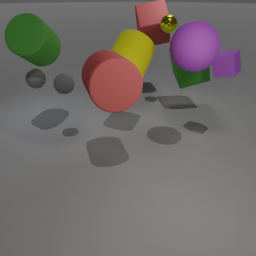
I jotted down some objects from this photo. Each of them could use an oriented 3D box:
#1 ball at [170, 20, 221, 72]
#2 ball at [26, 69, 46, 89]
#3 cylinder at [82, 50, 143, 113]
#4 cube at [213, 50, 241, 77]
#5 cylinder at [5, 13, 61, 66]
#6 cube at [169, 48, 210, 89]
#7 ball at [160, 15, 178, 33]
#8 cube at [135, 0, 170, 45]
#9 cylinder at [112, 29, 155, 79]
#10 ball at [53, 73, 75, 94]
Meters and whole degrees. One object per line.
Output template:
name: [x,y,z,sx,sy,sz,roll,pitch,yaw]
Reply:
ball: [1.896,-2.307,7.949,1.400,1.400,1.400,0,28,0]
ball: [-3.278,-1.755,9.973,0.700,0.700,0.700,0,28,0]
cylinder: [-0.466,-1.289,7.525,1.400,1.400,1.400,-7,25,-14]
cube: [3.262,-2.128,9.248,0.700,0.700,0.700,6,29,39]
cylinder: [-3.185,-2.951,9.551,1.400,1.400,1.400,4,-1,7]
cube: [2.767,-2.860,12.591,1.400,1.400,1.400,-15,43,6]
ball: [1.651,-4.210,11.321,0.700,0.700,0.700,0,28,0]
cube: [1.161,-4.880,13.169,1.400,1.400,1.400,-10,66,2]
cylinder: [0.067,-2.449,9.855,1.400,1.400,1.400,14,68,25]
ball: [-2.157,-1.490,9.447,0.700,0.700,0.700,0,28,0]
